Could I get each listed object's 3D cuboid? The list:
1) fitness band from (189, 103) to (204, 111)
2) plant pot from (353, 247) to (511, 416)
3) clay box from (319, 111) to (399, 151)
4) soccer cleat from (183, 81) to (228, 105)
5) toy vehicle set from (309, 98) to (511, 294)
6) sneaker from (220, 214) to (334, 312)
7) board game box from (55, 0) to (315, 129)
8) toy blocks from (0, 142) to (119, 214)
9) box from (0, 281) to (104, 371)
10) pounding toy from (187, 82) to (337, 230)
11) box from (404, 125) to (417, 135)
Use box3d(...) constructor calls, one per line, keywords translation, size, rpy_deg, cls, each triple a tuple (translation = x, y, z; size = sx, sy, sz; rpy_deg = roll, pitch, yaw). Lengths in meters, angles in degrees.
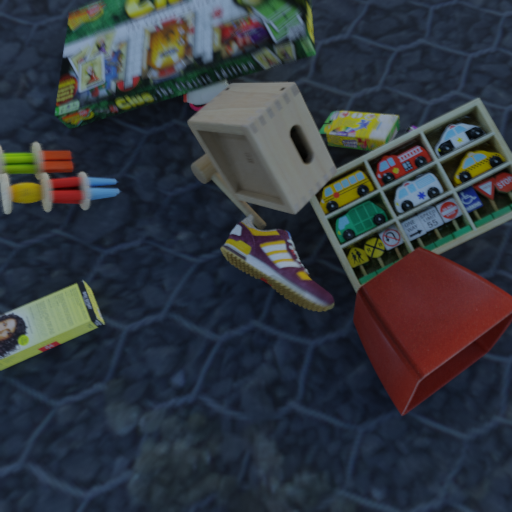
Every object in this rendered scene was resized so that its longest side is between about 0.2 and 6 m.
box3d(translation=(-1.233, -3.441, 12.165), size=(0.487, 0.127, 0.678), rpy_deg=(-6, 68, -5), cls="fitness band")
box3d(translation=(2.757, 1.114, 9.376), size=(2.057, 2.055, 1.812), rpy_deg=(-32, 62, -12), cls="plant pot")
box3d(translation=(2.080, -2.554, 11.415), size=(1.448, 0.345, 0.832), rpy_deg=(13, 53, 30), cls="clay box")
box3d(translation=(-0.962, -4.276, 11.908), size=(1.080, 0.964, 2.783), rpy_deg=(-4, 58, 8), cls="soccer cleat")
box3d(translation=(2.989, -1.082, 10.399), size=(3.621, 0.480, 2.250), rpy_deg=(-27, 80, 2), cls="toy vehicle set")
box3d(translation=(0.541, 0.095, 10.287), size=(2.340, 0.877, 1.054), rpy_deg=(31, 76, 10), cls="sneaker")
box3d(translation=(-1.558, -4.491, 11.205), size=(5.458, 0.640, 2.859), rpy_deg=(-11, 63, 20), cls="board game box")
box3d(translation=(-3.893, -1.561, 10.976), size=(2.083, 0.756, 1.736), rpy_deg=(-6, 46, -27), cls="toy blocks")
box3d(translation=(-3.929, 1.290, 9.986), size=(2.217, 0.556, 0.835), rpy_deg=(-25, 70, -10), cls="box")
box3d(translation=(-0.011, -1.808, 10.392), size=(1.349, 2.590, 2.948), rpy_deg=(-46, 36, -18), cls="pounding toy")
box3d(translation=(3.533, -2.112, 11.184), size=(1.276, 0.912, 0.230), rpy_deg=(29, 88, 12), cls="box")
